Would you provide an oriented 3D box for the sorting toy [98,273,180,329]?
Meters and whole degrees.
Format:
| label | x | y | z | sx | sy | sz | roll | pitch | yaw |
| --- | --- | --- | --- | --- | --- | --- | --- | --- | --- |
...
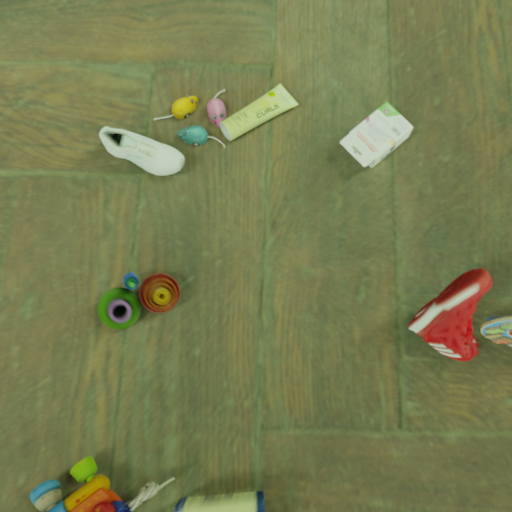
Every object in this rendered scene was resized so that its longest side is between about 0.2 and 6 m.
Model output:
| label | x | y | z | sx | sy | sz | roll | pitch | yaw |
| --- | --- | --- | --- | --- | --- | --- | --- | --- | --- |
| sorting toy | -2.267 | 0.825 | 10.737 | 1.626 | 0.667 | 0.977 | -24 | 101 | -11 |

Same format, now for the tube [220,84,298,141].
| label | x | y | z | sx | sy | sz | roll | pitch | yaw |
| --- | --- | --- | --- | --- | --- | --- | --- | --- | --- |
| tube | 0.029 | -3.120 | 12.159 | 1.736 | 0.451 | 0.504 | -33 | 115 | -13 |

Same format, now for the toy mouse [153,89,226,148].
| label | x | y | z | sx | sy | sz | roll | pitch | yaw |
| --- | --- | --- | --- | --- | --- | --- | --- | --- | --- |
| toy mouse | -1.150 | -2.941 | 12.137 | 1.685 | 0.326 | 1.498 | -36 | 78 | -9 |

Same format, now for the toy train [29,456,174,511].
| label | x | y | z | sx | sy | sz | roll | pitch | yaw |
| --- | --- | --- | --- | --- | --- | --- | --- | --- | --- |
| toy train | -2.764 | 4.150 | 9.936 | 2.395 | 1.014 | 1.386 | -36 | 64 | -9 |

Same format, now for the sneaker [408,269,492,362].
| label | x | y | z | sx | sy | sz | roll | pitch | yaw |
| --- | --- | --- | --- | --- | --- | --- | --- | --- | --- |
| sneaker | 3.841 | 1.138 | 10.222 | 1.223 | 2.116 | 0.829 | 43 | 57 | 6 |

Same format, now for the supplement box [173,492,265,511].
| label | x | y | z | sx | sy | sz | roll | pitch | yaw |
| --- | --- | --- | --- | --- | --- | --- | --- | --- | --- |
| supplement box | -0.573 | 4.963 | 9.603 | 1.526 | 1.026 | 1.528 | -4 | 75 | -1 |

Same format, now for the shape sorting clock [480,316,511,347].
| label | x | y | z | sx | sy | sz | roll | pitch | yaw |
| --- | --- | --- | --- | --- | --- | --- | --- | --- | --- |
| shape sorting clock | 5.085 | 1.416 | 10.113 | 1.925 | 1.925 | 0.378 | 10 | 73 | 3 |

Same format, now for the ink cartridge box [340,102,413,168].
| label | x | y | z | sx | sy | sz | roll | pitch | yaw |
| --- | --- | --- | --- | --- | --- | --- | --- | --- | --- |
| ink cartridge box | 2.514 | -2.484 | 11.930 | 1.429 | 0.481 | 0.837 | -40 | 78 | -10 |

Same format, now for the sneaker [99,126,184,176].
| label | x | y | z | sx | sy | sz | roll | pitch | yaw |
| --- | --- | --- | --- | --- | --- | --- | --- | --- | --- |
| sneaker | -2.412 | -2.176 | 11.617 | 1.881 | 0.754 | 0.662 | 19 | 86 | 8 |
